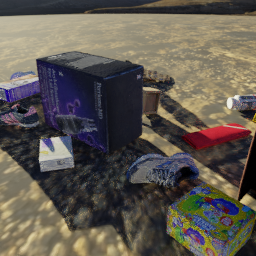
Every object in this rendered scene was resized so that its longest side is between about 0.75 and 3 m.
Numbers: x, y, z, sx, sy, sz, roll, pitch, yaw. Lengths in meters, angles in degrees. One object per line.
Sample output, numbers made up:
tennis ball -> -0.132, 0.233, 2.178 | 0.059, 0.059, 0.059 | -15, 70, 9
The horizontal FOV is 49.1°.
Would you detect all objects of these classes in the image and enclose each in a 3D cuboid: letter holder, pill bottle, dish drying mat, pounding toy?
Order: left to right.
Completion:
pounding toy -> 0.479, -0.835, 9.349 | 0.716, 1.006, 0.927 | 25, 22, 40
dish drying mat -> 2.539, 0.190, 7.987 | 1.944, 0.177, 0.747 | -11, 30, -22
pill bottle -> 3.977, -0.877, 9.708 | 0.952, 0.527, 0.527 | -3, 27, -6
letter holder -> 2.601, 0.657, 4.840 | 1.040, 2.068, 1.470 | 23, 30, 37

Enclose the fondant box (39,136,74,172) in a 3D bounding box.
fondant box -> -1.783, 0.616, 6.997 | 0.786, 0.317, 1.089 | -7, 27, -13

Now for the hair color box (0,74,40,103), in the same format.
hair color box -> -4.232, -1.603, 11.100 | 0.982, 0.582, 1.796 | 16, 29, 29

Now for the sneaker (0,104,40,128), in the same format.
sneaker -> -3.551, -0.451, 8.696 | 1.651, 0.677, 0.579 | 5, 27, 9

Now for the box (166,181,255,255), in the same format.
box -> 1.377, 1.592, 4.703 | 1.008, 0.638, 1.046 | -24, 36, -35

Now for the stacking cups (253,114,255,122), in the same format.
stacking cups -> 4.419, -0.167, 8.563 | 1.056, 0.320, 0.320 | 21, 34, 32

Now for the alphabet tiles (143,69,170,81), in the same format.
alphabet tiles -> 1.156, -2.488, 13.130 | 1.635, 0.062, 1.367 | 10, 27, 0

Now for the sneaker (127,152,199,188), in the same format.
sneaker -> 0.799, 0.945, 6.027 | 1.655, 0.638, 0.705 | -9, 32, -17

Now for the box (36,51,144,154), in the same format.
box -> -1.071, -0.864, 7.932 | 2.842, 2.103, 1.482 | 20, 34, 36

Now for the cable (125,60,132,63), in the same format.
cable -> 0.086, -2.932, 13.502 | 1.312, 0.680, 2.701 | 27, 28, 6

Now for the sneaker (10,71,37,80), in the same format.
sneaker -> -4.707, -2.303, 12.670 | 1.211, 0.455, 0.491 | -23, 43, -36
